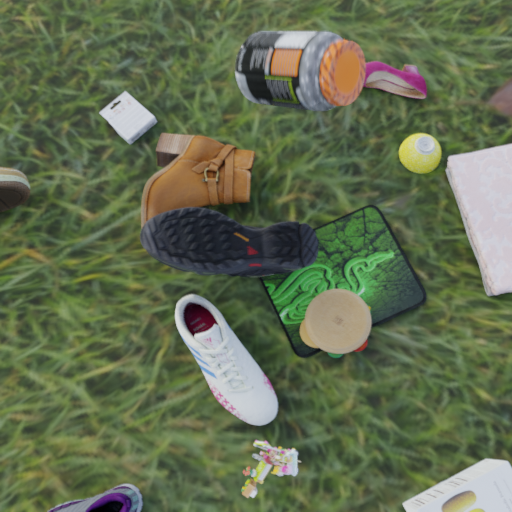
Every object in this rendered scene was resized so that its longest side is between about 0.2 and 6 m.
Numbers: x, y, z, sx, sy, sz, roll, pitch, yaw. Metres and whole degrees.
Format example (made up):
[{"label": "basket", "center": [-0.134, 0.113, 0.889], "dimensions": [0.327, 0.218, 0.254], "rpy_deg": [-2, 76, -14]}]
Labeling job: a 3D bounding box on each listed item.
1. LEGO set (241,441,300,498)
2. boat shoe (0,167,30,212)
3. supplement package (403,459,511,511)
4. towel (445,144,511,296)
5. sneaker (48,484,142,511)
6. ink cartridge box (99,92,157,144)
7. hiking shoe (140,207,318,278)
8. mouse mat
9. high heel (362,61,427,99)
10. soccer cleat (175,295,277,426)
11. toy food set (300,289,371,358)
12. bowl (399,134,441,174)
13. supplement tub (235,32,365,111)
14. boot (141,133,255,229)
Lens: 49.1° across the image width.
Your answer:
[{"label": "LEGO set", "center": [0.084, 3.110, 8.371], "dimensions": [0.496, 1.334, 0.613], "rpy_deg": [28, 42, -22]}, {"label": "boat shoe", "center": [-5.723, -1.419, 10.454], "dimensions": [2.996, 1.073, 1.141], "rpy_deg": [-5, 61, -2]}, {"label": "supplement package", "center": [3.284, 3.955, 8.691], "dimensions": [1.626, 0.891, 0.925], "rpy_deg": [-25, 73, -7]}, {"label": "towel", "center": [5.243, -0.794, 10.505], "dimensions": [2.744, 0.463, 2.873], "rpy_deg": [-10, 72, -3]}, {"label": "sneaker", "center": [-2.787, 4.117, 8.653], "dimensions": [1.987, 0.870, 0.739], "rpy_deg": [-26, 74, -9]}, {"label": "ink cartridge box", "center": [-2.586, -2.787, 11.306], "dimensions": [0.915, 0.229, 0.736], "rpy_deg": [42, 77, 17]}, {"label": "hiking shoe", "center": [-0.507, -0.033, 9.446], "dimensions": [2.910, 1.465, 1.102], "rpy_deg": [7, 71, -13]}, {"label": "mouse mat", "center": [1.518, 0.407, 10.284], "dimensions": [2.676, 0.101, 2.153], "rpy_deg": [-24, 73, -6]}, {"label": "high heel", "center": [2.637, -3.471, 11.350], "dimensions": [1.630, 0.549, 0.782], "rpy_deg": [-3, 61, -14]}, {"label": "soccer cleat", "center": [-0.576, 1.727, 9.326], "dimensions": [0.890, 1.100, 2.548], "rpy_deg": [-36, 76, -11]}, {"label": "toy food set", "center": [1.431, 1.165, 9.774], "dimensions": [1.175, 0.289, 1.187], "rpy_deg": [21, 76, 15]}, {"label": "bowl", "center": [3.252, -2.076, 10.935], "dimensions": [0.827, 0.445, 0.827], "rpy_deg": [0, 72, -1]}, {"label": "supplement tub", "center": [0.744, -3.177, 9.615], "dimensions": [2.071, 1.269, 1.269], "rpy_deg": [22, 70, 41]}, {"label": "boot", "center": [-1.066, -1.120, 10.482], "dimensions": [1.897, 0.937, 2.444], "rpy_deg": [11, 65, -1]}]
